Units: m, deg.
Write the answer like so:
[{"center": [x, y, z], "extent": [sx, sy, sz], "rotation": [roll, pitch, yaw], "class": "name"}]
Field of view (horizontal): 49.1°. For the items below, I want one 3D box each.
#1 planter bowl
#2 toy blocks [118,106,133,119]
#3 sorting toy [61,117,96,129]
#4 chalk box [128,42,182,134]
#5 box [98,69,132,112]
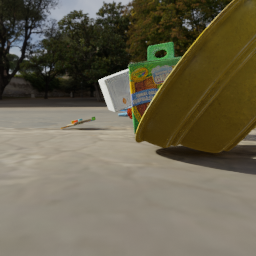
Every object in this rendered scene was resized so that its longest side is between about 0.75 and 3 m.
[{"center": [1.322, -0.436, 3.816], "extent": [1.059, 2.543, 2.543], "rotation": [41, 17, 12], "class": "planter bowl"}, {"center": [0.574, -0.633, 10.221], "extent": [2.359, 0.857, 1.966], "rotation": [-4, 8, 17], "class": "toy blocks"}, {"center": [-1.357, -0.170, 7.657], "extent": [1.027, 0.140, 0.579], "rotation": [-17, 2, -33], "class": "sorting toy"}, {"center": [0.798, -0.924, 6.351], "extent": [1.237, 1.982, 1.229], "rotation": [-5, 5, 21], "class": "chalk box"}, {"center": [-0.067, -1.403, 9.875], "extent": [1.552, 1.182, 0.825], "rotation": [-23, 16, -15], "class": "box"}]
